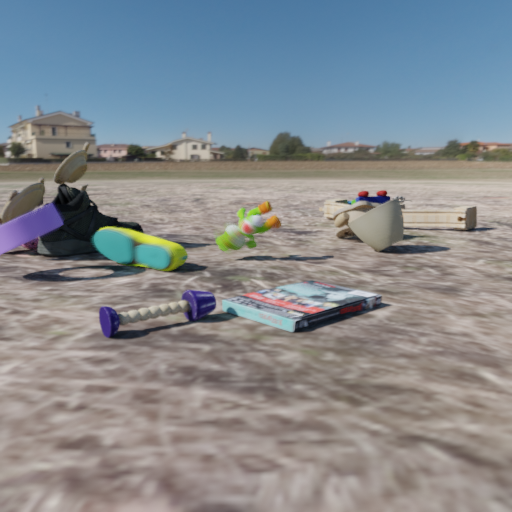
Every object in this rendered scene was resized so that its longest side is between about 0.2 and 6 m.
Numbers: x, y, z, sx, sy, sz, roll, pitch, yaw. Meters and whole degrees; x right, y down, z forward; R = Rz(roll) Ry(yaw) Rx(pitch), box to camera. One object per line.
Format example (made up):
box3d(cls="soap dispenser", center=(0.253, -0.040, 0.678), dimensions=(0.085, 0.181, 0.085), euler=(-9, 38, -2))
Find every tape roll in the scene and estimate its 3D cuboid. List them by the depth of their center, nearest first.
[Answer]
box3d(cls="tape roll", center=(-3.882, -0.423, 9.298), dimensions=(1.258, 0.413, 1.258), euler=(-24, 13, 6))

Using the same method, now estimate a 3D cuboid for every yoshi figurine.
box3d(cls="yoshi figurine", center=(-0.173, -0.511, 10.901), dimensions=(1.277, 0.715, 0.718), euler=(-30, 41, 10))

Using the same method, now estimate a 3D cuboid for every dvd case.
box3d(cls="dvd case", center=(0.627, 0.621, 7.418), dimensions=(1.767, 0.194, 1.290), euler=(-11, 15, -43))

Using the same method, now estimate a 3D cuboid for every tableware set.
box3d(cls="tableware set", center=(-4.436, -1.111, 11.717), dimensions=(0.324, 2.332, 2.791), euler=(42, 45, 2))

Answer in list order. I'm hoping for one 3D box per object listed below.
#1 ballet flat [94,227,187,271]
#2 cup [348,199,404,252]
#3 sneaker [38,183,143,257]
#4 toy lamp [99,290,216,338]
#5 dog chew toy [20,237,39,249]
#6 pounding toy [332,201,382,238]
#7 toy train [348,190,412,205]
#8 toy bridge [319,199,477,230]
box3d(cls="ballet flat", center=(-2.102, -0.127, 10.376), dimensions=(1.986, 0.663, 0.666), euler=(14, 18, 31))
box3d(cls="cup", center=(2.646, -0.584, 11.820), dimensions=(1.156, 0.827, 1.156), euler=(-26, -6, -3))
box3d(cls="sneaker", center=(-3.477, -0.820, 12.080), dimensions=(0.968, 1.450, 2.531), euler=(11, 13, 41))
box3d(cls="toy lamp", center=(-1.127, 0.664, 6.647), dimensions=(1.404, 0.409, 0.409), euler=(-9, 13, -33))
box3d(cls="dog chew toy", center=(-5.000, -0.348, 12.353), dimensions=(0.436, 0.436, 0.701), euler=(-7, 20, -34))
box3d(cls="pounding toy", center=(2.541, -0.617, 13.614), dimensions=(1.934, 1.109, 1.106), euler=(5, -22, -30))
box3d(cls="toy train", center=(3.989, -1.649, 18.712), dimensions=(2.144, 0.907, 1.240), euler=(-5, -2, -27))
box3d(cls="toy bridge", center=(3.845, -1.218, 16.512), dimensions=(4.764, 0.648, 1.601), euler=(8, 14, 40))
